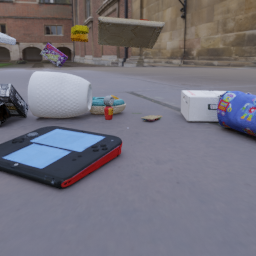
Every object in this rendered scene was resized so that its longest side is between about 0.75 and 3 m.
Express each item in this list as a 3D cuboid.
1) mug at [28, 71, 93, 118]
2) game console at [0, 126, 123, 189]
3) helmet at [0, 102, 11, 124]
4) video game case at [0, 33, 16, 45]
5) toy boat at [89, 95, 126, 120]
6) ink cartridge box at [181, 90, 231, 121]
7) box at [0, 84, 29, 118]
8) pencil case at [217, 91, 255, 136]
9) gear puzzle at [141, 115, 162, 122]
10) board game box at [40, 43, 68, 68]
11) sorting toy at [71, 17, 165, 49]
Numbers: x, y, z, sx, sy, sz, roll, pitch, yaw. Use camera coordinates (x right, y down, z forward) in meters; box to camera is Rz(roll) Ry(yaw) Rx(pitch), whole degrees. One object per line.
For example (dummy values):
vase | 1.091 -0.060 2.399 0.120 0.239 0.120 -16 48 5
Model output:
mug | -2.313 -1.299 10.390 1.960 1.651 2.236 3 26 4
game console | -1.661 0.498 6.315 2.607 0.405 2.306 8 17 29
helmet | -4.253 -0.498 9.004 0.788 0.751 0.788 -23 21 10
video game case | -3.664 -2.334 6.908 1.347 0.173 1.482 1 21 -39
toy boat | -0.785 -0.905 10.654 1.537 0.850 1.828 -2 15 -9
ink cartridge box | 3.113 -0.820 10.176 2.189 0.923 1.598 1 15 2
box | -4.714 -0.913 9.673 2.032 0.506 1.602 1 -23 2
pencil case | 3.786 -0.314 7.745 1.130 1.258 2.896 34 -2 -30
gear puzzle | 0.899 -0.351 10.046 0.523 0.132 1.010 8 14 34
board game box | -2.478 -2.429 9.399 0.783 0.470 0.127 34 11 -24
sorting toy | -0.431 -3.177 9.190 2.918 0.391 2.174 3 -3 -6
